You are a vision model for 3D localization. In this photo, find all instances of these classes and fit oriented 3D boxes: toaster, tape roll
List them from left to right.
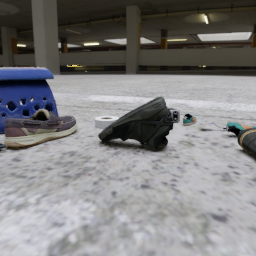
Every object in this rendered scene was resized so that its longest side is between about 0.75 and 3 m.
[{"bbox_3d":[-0.821,-0.228,10.918,0.943,0.330,0.943,0,13,0],"label":"tape roll"},{"bbox_3d":[1.653,-0.538,11.761,0.810,0.531,0.895,-4,14,-18],"label":"toaster"}]

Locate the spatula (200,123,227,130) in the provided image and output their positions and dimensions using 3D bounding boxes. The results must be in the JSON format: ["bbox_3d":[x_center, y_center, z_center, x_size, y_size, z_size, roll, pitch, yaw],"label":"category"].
[{"bbox_3d":[3.392,-0.054,10.303,1.485,0.153,0.420,11,0,1],"label":"spatula"}]

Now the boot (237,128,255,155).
[{"bbox_3d":[4.263,0.484,7.286,2.266,0.878,1.567,-12,18,5],"label":"boot"}]

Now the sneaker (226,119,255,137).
[{"bbox_3d":[3.919,0.138,9.361,1.268,0.453,0.507,16,53,13],"label":"sneaker"}]

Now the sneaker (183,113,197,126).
[{"bbox_3d":[2.528,-0.396,11.368,0.391,0.438,1.096,8,16,29],"label":"sneaker"}]

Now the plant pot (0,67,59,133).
[{"bbox_3d":[-4.132,-1.224,10.926,2.527,2.272,2.527,-5,14,-24],"label":"plant pot"}]

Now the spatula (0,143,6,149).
[{"bbox_3d":[-4.366,0.409,8.501,2.344,0.241,0.662,10,17,36],"label":"spatula"}]

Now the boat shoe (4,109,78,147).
[{"bbox_3d":[-2.739,-0.146,9.229,1.068,0.962,2.969,8,16,30],"label":"boat shoe"}]

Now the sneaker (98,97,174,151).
[{"bbox_3d":[0.267,0.191,8.304,2.486,1.424,0.950,-24,9,28],"label":"sneaker"}]
